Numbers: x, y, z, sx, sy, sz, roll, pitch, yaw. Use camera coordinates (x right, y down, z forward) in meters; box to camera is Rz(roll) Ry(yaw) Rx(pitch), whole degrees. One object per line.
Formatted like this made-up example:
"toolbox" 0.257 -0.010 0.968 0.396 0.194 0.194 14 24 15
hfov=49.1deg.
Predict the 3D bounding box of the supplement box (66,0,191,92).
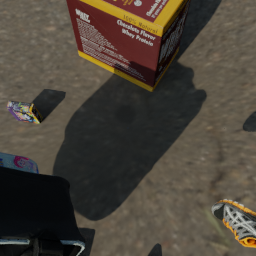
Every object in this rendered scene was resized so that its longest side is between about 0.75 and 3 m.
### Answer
"supplement box" 0.042 -2.686 7.089 2.490 2.524 1.676 28 70 11

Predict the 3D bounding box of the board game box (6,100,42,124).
"board game box" -2.599 -0.389 7.078 0.644 0.779 0.221 7 67 4

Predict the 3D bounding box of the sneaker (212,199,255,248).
"sneaker" 1.569 1.340 3.800 0.455 1.163 0.449 47 72 -24

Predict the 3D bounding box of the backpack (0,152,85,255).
"backpack" -2.313 1.665 3.449 2.957 2.625 2.226 -58 41 16
